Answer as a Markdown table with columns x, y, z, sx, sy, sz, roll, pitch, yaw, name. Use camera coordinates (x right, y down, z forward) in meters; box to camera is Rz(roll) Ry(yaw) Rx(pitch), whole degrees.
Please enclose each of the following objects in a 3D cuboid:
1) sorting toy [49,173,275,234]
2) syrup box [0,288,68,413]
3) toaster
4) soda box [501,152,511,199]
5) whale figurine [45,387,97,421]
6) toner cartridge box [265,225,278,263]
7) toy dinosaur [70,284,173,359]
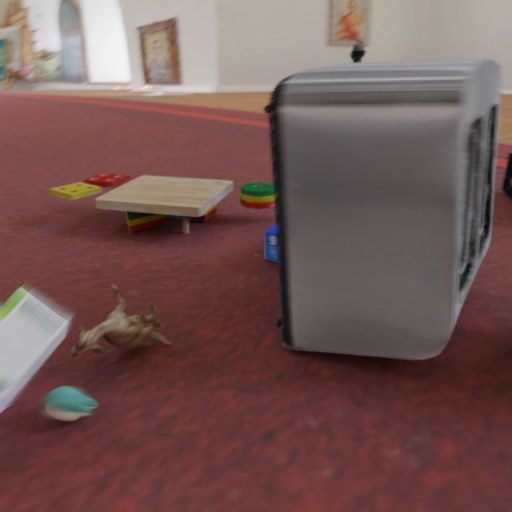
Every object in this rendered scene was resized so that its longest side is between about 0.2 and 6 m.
| x | y | z | sx | sy | sz | roll | pitch | yaw | name |
| --- | --- | --- | --- | --- | --- | --- | --- | --- | --- |
| -1.809 | -0.962 | 10.791 | 4.157 | 0.703 | 2.004 | 6 | 22 | 13 | sorting toy |
| -2.279 | 1.000 | 4.799 | 0.535 | 0.553 | 1.358 | 37 | 59 | -4 | syrup box |
| 1.631 | -0.859 | 6.733 | 2.057 | 3.467 | 3.135 | 6 | 20 | 27 | toaster |
| 6.016 | -1.467 | 11.723 | 0.871 | 0.974 | 2.752 | 5 | 22 | 6 | soda box |
| -1.693 | 1.342 | 5.187 | 0.416 | 0.272 | 0.524 | 15 | -1 | 26 | whale figurine |
| 1.283 | -0.421 | 9.601 | 1.182 | 0.537 | 2.488 | 12 | 23 | 31 | toner cartridge box |
| -1.500 | 0.859 | 6.176 | 0.506 | 0.799 | 1.179 | 45 | 7 | 39 | toy dinosaur |
